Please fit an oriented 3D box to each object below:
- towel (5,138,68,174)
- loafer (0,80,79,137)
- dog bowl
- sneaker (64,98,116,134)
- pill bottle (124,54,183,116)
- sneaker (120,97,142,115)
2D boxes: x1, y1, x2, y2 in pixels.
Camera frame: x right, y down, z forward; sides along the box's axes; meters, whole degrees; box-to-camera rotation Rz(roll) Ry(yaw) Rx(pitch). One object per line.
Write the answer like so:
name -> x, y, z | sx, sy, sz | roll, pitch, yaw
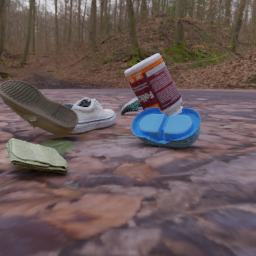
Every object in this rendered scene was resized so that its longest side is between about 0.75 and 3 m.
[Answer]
towel -> -1.569, 0.464, 4.789 | 0.949, 0.233, 1.279 | 16, 2, -27
loafer -> -2.422, -0.441, 7.326 | 2.347, 0.801, 0.888 | 30, 40, 8
dog bowl -> 0.887, 0.002, 6.451 | 1.654, 0.410, 0.922 | 3, 52, 33
sneaker -> -1.128, -0.495, 8.977 | 0.982, 0.952, 2.689 | 4, 11, 20
pill bottle -> 0.846, -0.991, 8.132 | 1.156, 2.025, 1.156 | -28, 12, 6
sneaker -> 0.186, -0.881, 12.221 | 1.162, 0.530, 0.451 | -38, -15, -18
